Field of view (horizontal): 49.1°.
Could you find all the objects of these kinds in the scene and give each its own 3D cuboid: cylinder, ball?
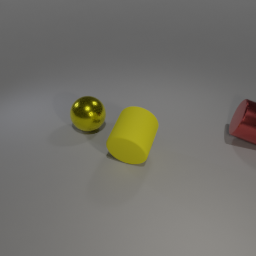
[{"bbox_3d":[4.575,-0.149,9.997,1.400,1.400,1.400,22,35,5],"label":"cylinder"},{"bbox_3d":[-1.564,-0.557,10.982,1.400,1.400,1.400,0,32,0],"label":"ball"},{"bbox_3d":[0.166,0.243,9.294,1.400,1.400,1.400,11,51,17],"label":"cylinder"}]
